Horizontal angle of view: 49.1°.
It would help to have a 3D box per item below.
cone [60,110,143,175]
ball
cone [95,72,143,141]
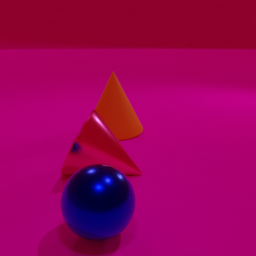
[{"bbox_3d":[-0.317,0.545,5.087,1.318,1.313,1.313,27,18,-2],"label":"cone"},{"bbox_3d":[-0.357,0.888,3.392,0.901,0.901,0.901,0,17,0],"label":"ball"},{"bbox_3d":[-0.371,-0.688,7.287,1.546,1.552,1.546,0,22,0],"label":"cone"}]
